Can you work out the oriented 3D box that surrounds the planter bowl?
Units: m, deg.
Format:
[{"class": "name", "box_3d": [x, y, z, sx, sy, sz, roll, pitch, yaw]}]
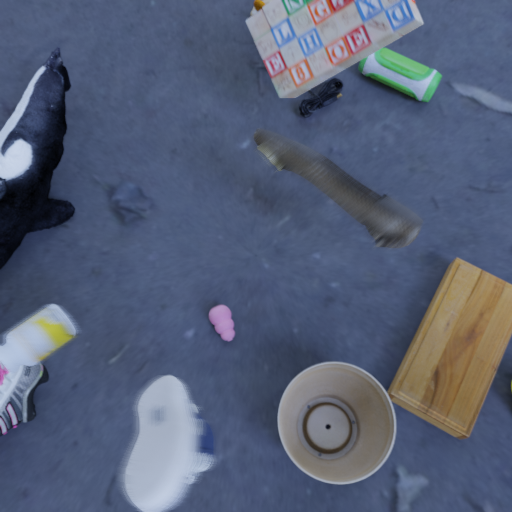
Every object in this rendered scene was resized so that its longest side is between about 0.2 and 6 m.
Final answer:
[{"class": "planter bowl", "box_3d": [1.164, 2.583, 8.596, 1.707, 1.149, 1.707, 0, 68, 0]}]

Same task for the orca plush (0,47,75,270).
[{"class": "orca plush", "box_3d": [-4.196, -1.282, 10.322, 2.532, 1.711, 4.814, -14, 53, 43]}]

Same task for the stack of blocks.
[{"class": "stack of blocks", "box_3d": [1.245, -3.846, 9.219, 2.511, 0.736, 1.446, -22, 94, 31]}]

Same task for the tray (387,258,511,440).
[{"class": "tray", "box_3d": [3.395, 1.489, 9.405, 1.343, 0.504, 2.724, 28, 71, 11]}]

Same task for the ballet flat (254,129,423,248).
[{"class": "ballet flat", "box_3d": [1.064, -0.979, 8.151, 2.835, 0.955, 0.657, 34, 111, 13]}]

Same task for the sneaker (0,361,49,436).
[{"class": "sneaker", "box_3d": [-4.024, 2.523, 8.794, 0.843, 0.999, 2.284, 29, 91, 40]}]

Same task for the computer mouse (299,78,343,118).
[{"class": "computer mouse", "box_3d": [0.852, -3.869, 11.624, 1.140, 0.456, 2.079, -33, 71, -11]}]

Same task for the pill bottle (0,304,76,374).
[{"class": "pill bottle", "box_3d": [-3.018, 1.143, 7.636, 0.979, 0.549, 0.549, -38, 72, -25]}]

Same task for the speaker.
[{"class": "speaker", "box_3d": [2.929, -3.744, 11.455, 1.584, 0.701, 0.701, 30, 71, 11]}]

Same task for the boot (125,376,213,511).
[{"class": "boot", "box_3d": [-0.825, 2.220, 6.270, 0.779, 2.141, 0.967, -34, 108, 5]}]

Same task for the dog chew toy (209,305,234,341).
[{"class": "dog chew toy", "box_3d": [-0.564, 1.167, 9.614, 0.386, 0.386, 0.621, -21, 77, -8]}]

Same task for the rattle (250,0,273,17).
[{"class": "rattle", "box_3d": [0.356, -5.589, 12.201, 1.076, 0.768, 0.700, -40, 55, -9]}]
